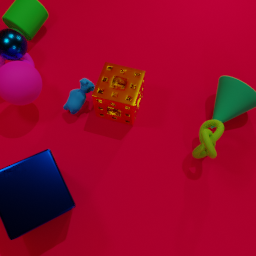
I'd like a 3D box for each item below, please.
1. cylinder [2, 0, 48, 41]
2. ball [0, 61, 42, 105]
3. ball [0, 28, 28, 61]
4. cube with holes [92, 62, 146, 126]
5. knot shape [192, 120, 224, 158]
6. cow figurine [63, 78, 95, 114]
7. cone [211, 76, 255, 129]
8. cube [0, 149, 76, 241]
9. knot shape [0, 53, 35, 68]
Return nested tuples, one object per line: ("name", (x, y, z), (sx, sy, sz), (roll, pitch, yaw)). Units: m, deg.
("cylinder", (-3.132, -3.389, 8.583), (0.993, 0.993, 0.993), (29, 79, 14))
("ball", (-2.688, -1.101, 6.923), (1.085, 1.085, 1.085), (0, 64, 0))
("ball", (-3.145, -2.242, 7.533), (0.854, 0.854, 0.854), (0, 64, 0))
("cube with holes", (-0.219, -0.880, 7.416), (1.080, 1.080, 1.080), (15, 65, 7))
("knot shape", (1.926, 0.337, 6.728), (0.498, 1.008, 1.077), (19, 104, 8))
("cow figurine", (-1.276, -0.846, 7.440), (0.526, 0.943, 0.958), (32, 67, -23))
("cone", (2.567, -0.486, 7.369), (1.252, 1.252, 1.257), (37, 88, 16))
("cube", (-1.989, 1.399, 5.929), (1.313, 1.313, 1.313), (-24, 80, -19))
("knot shape", (-3.268, -1.682, 7.947), (1.628, 0.752, 1.523), (9, 58, 4))
